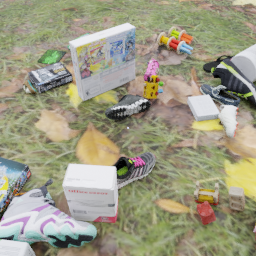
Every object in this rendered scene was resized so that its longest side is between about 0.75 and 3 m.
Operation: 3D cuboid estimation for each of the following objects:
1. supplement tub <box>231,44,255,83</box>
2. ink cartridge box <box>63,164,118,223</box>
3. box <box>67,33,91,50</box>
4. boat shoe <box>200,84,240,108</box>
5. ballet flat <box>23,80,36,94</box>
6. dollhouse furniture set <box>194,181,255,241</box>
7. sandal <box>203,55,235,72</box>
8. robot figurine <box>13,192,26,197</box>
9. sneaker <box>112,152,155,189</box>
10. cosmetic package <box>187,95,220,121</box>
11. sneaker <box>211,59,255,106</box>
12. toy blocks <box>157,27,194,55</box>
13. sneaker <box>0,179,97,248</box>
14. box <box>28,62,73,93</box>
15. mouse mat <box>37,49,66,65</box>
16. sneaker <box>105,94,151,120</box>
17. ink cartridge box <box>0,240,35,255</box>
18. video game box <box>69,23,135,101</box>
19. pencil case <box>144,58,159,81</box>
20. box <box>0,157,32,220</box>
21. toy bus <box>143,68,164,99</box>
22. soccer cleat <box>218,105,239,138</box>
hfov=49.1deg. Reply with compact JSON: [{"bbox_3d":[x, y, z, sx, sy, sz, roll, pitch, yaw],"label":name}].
[{"bbox_3d":[5.979,-3.093,13.074,2.246,1.481,1.481,-29,52,-25],"label":"supplement tub"},{"bbox_3d":[-0.981,1.872,7.893,1.326,1.832,0.773,3,45,3],"label":"ink cartridge box"},{"bbox_3d":[-1.981,-4.326,14.930,2.441,0.590,1.432,29,52,27],"label":"box"},{"bbox_3d":[3.942,-1.458,12.064,0.719,0.594,1.922,-26,51,-24],"label":"boat shoe"},{"bbox_3d":[-4.460,-1.783,12.604,0.391,0.366,1.080,-38,54,-7],"label":"ballet flat"},{"bbox_3d":[3.164,2.516,8.053,2.551,1.037,1.373,2,43,26],"label":"dollhouse furniture set"},{"bbox_3d":[4.754,-3.285,13.951,2.148,0.484,0.807,-17,48,-17],"label":"sandal"},{"bbox_3d":[-3.097,2.085,8.609,0.821,0.596,0.239,-13,84,11],"label":"robot figurine"},{"bbox_3d":[0.128,1.258,9.187,1.969,0.861,0.726,-26,51,-23],"label":"sneaker"},{"bbox_3d":[3.119,-0.846,11.651,0.945,0.324,1.254,-5,45,-8],"label":"cosmetic package"},{"bbox_3d":[4.749,-1.772,12.337,1.173,1.016,2.833,-41,60,19],"label":"sneaker"},{"bbox_3d":[2.866,-4.664,15.148,2.015,0.732,1.679,35,55,29],"label":"toy blocks"},{"bbox_3d":[-2.206,2.308,8.005,2.743,1.066,1.919,1,46,0],"label":"sneaker"},{"bbox_3d":[-3.622,-2.393,13.105,1.695,0.422,1.337,-25,50,-22],"label":"box"},{"bbox_3d":[-3.991,-3.749,14.729,1.108,0.052,1.377,10,47,10],"label":"mouse mat"},{"bbox_3d":[-0.130,-0.908,11.441,2.032,0.675,0.919,-18,48,-26],"label":"sneaker"},{"bbox_3d":[-3.339,3.800,6.676,1.472,0.848,2.017,5,46,5],"label":"ink cartridge box"},{"bbox_3d":[-0.965,-2.809,11.996,2.849,2.596,0.667,-27,51,-25],"label":"video game box"},{"bbox_3d":[1.101,-2.718,13.297,0.600,0.620,1.323,5,46,13],"label":"pencil case"},{"bbox_3d":[-4.871,1.715,8.960,2.829,0.533,1.932,13,47,13],"label":"box"},{"bbox_3d":[0.961,-1.822,11.978,0.606,1.107,1.173,-4,63,-22],"label":"toy bus"},{"bbox_3d":[3.871,-0.266,10.904,0.727,0.649,1.874,10,39,13],"label":"soccer cleat"}]
